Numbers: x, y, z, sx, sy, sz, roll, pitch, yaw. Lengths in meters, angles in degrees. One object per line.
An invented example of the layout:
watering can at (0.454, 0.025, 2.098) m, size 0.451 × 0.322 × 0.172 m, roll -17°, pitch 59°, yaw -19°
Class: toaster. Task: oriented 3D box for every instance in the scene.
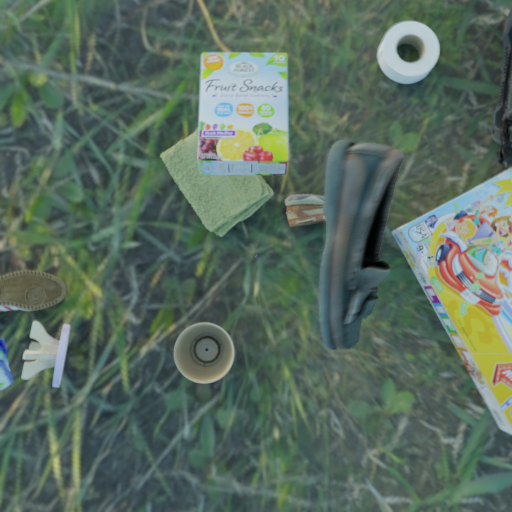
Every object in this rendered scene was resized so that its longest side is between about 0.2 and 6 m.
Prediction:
toaster at (5.583, -3.095, 9.647) m, size 2.261 × 1.989 × 3.500 m, roll 9°, pitch 84°, yaw -2°

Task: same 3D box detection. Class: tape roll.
tape roll at (2.843, -3.802, 10.495) m, size 1.074 × 0.376 × 1.074 m, roll 0°, pitch 86°, yaw 0°

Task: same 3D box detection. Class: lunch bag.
lunch bag at (-4.011, 1.614, 7.472) m, size 1.391 × 1.730 × 0.713 m, roll -23°, pitch 77°, yaw -27°

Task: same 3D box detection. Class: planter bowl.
planter bowl at (-0.890, 1.682, 9.911) m, size 1.030 × 0.693 × 1.030 m, roll 0°, pitch 86°, yaw 0°

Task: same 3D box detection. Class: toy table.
toy table at (-3.685, 1.715, 9.820) m, size 0.643 × 1.009 × 1.098 m, roll 11°, pitch 79°, yaw -14°

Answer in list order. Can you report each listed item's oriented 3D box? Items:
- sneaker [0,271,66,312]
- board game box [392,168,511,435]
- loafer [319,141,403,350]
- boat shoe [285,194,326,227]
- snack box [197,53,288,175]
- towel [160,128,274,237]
sneaker at (-4.568, 0.746, 10.071) m, size 2.066 × 1.162 × 0.736 m, roll -5°, pitch 82°, yaw -30°
board game box at (4.650, 0.684, 9.971) m, size 2.745 × 0.699 × 4.083 m, roll -28°, pitch 86°, yaw -2°
loafer at (1.422, -0.033, 7.636) m, size 0.942 × 1.076 × 2.995 m, roll 7°, pitch 108°, yaw 23°
boat shoe at (1.443, -0.758, 10.152) m, size 1.840 × 0.697 × 0.661 m, roll 1°, pitch 89°, yaw 9°
snack box at (-0.193, -2.184, 8.569) m, size 1.345 × 0.501 × 1.891 m, roll 1°, pitch 72°, yaw -1°
towel at (-0.743, -1.452, 10.331) m, size 1.420 × 0.349 × 1.914 m, roll -36°, pitch 87°, yaw -2°
